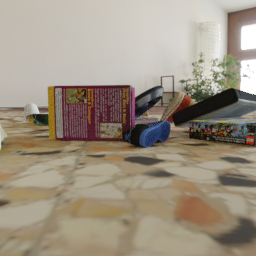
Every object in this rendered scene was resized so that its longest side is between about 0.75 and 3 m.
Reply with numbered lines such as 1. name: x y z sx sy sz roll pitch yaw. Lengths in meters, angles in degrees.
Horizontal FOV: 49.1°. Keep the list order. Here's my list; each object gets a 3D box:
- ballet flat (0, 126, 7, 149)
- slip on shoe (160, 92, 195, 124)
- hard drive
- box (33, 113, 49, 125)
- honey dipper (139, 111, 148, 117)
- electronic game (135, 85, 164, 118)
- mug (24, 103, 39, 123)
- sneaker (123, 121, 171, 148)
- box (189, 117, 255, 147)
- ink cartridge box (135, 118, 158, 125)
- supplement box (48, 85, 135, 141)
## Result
1. ballet flat: -3.002 -0.008 5.743 1.000 1.000 2.879 -3 6 -28
2. slip on shoe: 1.596 -0.479 9.529 0.679 0.822 2.220 27 -23 -2
3. hard drive: 2.871 -0.549 8.570 1.937 0.456 2.776 -25 -15 37
4. box: -2.174 -0.398 11.826 2.897 0.526 2.091 1 6 26
5. honey dipper: 0.028 -0.845 16.778 2.343 0.445 0.445 -2 6 1
6. electronic game: 0.289 -0.762 10.184 2.407 0.501 2.407 -33 -6 -4
7. mug: -4.298 -0.654 12.471 0.700 0.718 0.874 -9 -31 -21
8. sneaker: 0.498 0.085 6.739 0.624 0.562 1.603 12 12 29
9. box: 3.200 0.027 7.569 2.657 0.501 1.815 -5 7 -39
10. ink cartridge box: 0.487 -0.142 9.945 1.187 0.418 1.990 0 4 6
11. supplement box: -0.917 -0.423 7.493 2.172 1.422 1.121 1 6 6
